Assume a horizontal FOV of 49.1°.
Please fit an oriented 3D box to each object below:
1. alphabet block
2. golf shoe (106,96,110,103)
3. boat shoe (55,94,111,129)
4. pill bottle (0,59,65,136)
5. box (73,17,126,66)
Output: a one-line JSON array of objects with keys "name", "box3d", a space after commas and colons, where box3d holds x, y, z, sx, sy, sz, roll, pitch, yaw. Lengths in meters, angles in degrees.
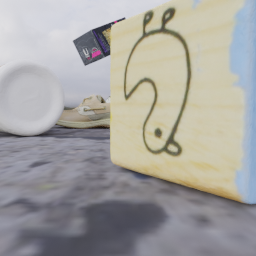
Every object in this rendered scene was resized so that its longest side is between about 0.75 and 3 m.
[{"name": "alphabet block", "box3d": [0.772, -0.282, 2.409, 1.377, 1.369, 1.402, -1, 3, -36]}, {"name": "golf shoe", "box3d": [-0.487, -0.615, 9.269, 0.868, 1.078, 2.218, -6, 5, -39]}, {"name": "boat shoe", "box3d": [-0.877, -0.478, 7.989, 2.923, 0.950, 1.055, 1, 4, 14]}, {"name": "pill bottle", "box3d": [-2.693, -0.652, 6.406, 1.510, 1.510, 2.640, -3, 5, -39]}, {"name": "box", "box3d": [-0.715, -2.730, 8.838, 1.017, 0.882, 1.663, -9, 22, 46]}]
